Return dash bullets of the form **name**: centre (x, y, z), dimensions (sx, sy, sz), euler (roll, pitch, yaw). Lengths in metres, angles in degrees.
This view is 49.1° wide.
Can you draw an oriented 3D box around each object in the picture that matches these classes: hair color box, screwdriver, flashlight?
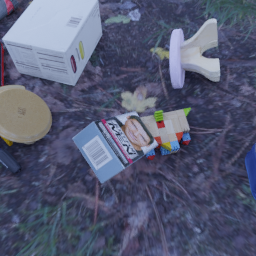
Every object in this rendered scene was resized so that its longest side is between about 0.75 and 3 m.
- **hair color box**: centre (-0.169, 0.330, 6.535), dimensions (0.687, 2.266, 1.122), euler (-36, 84, 23)
- **screwdriver**: centre (-3.759, 0.283, 7.369), dimensions (2.453, 0.357, 0.342), euler (47, 68, -6)
- **flashlight**: centre (-5.117, -4.424, 10.796), dimensions (0.674, 0.677, 1.992), euler (17, 57, 32)

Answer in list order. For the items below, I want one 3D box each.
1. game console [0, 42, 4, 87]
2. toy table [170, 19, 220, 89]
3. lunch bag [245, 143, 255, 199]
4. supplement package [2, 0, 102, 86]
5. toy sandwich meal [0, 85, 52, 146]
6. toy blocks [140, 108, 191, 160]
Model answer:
- **game console**: centre (-5.360, -1.754, 9.208), dimensions (2.493, 0.438, 2.819), euler (-11, 57, -8)
- **toy table**: centre (2.115, -2.236, 8.720), dimensions (1.359, 2.133, 2.321), euler (-3, 59, 19)
- **lunch bag**: centre (4.332, 0.891, 6.785), dimensions (2.434, 1.610, 1.653), euler (-1, 57, 0)
- **supplement package**: centre (-2.337, -3.078, 9.404), dimensions (2.111, 1.503, 2.711), euler (14, 59, 10)
- **toy sandwich meal**: centre (-3.168, -0.354, 8.030), dimensions (1.987, 0.681, 1.987), euler (19, 51, -26)
- **toy blocks**: centre (1.057, 0.200, 7.820), dimensions (1.718, 0.859, 1.175), euler (-12, 69, -6)
